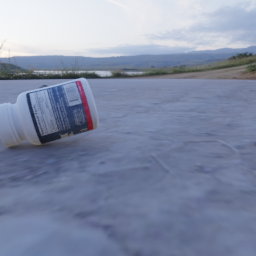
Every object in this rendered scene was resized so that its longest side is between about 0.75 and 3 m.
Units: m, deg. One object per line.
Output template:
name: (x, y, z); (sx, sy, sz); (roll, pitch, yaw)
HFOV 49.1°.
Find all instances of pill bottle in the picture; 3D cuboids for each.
pill bottle: (-1.924, -0.325, 6.726); (2.203, 1.317, 1.317); (-16, 15, -12)

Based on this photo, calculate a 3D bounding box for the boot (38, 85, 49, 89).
boot: (-2.874, -0.863, 9.603); (1.591, 0.539, 1.039); (43, 41, 20)
